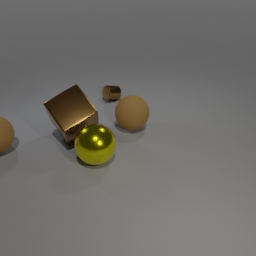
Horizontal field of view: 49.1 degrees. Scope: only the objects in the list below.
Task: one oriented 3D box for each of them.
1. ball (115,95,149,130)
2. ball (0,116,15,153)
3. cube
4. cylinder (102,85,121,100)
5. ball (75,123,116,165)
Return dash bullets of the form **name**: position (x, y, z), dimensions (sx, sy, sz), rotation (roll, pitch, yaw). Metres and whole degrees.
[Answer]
- **ball**: position (0.168, -0.626, 11.375), dimensions (1.400, 1.400, 1.400), rotation (0, 30, 0)
- **ball**: position (-4.809, 0.234, 10.007), dimensions (1.400, 1.400, 1.400), rotation (0, 30, 0)
- **cube**: position (-2.040, -0.451, 10.352), dimensions (1.400, 1.400, 1.400), rotation (-34, 73, -16)
- **cylinder**: position (-0.810, -1.757, 13.923), dimensions (0.700, 0.700, 0.700), rotation (-4, 27, -37)
- **ball**: position (-1.089, 0.546, 9.434), dimensions (1.400, 1.400, 1.400), rotation (0, 30, 0)
